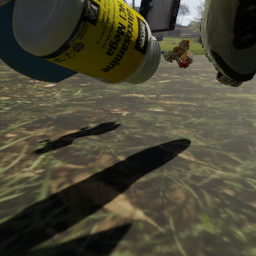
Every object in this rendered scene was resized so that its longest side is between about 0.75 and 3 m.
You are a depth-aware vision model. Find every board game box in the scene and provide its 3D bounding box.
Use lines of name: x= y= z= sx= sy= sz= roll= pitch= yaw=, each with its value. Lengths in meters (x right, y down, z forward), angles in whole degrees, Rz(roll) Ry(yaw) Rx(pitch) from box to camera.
board game box: x=-1.412 y=-2.169 z=6.016 sx=2.966 sy=0.577 sz=2.343 roll=-23 pitch=-30 yaw=14

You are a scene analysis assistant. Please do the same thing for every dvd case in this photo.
dvd case: x=1.016 y=-4.194 z=9.397 sx=0.316 sy=1.920 sz=2.555 roll=7 pitch=12 yaw=-25

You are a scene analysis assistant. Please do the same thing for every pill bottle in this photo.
pill bottle: x=-0.509 y=-1.624 z=4.980 sx=1.453 sy=1.453 sz=2.585 roll=14 pitch=2 yaw=37

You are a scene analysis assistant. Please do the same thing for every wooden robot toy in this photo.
wooden robot toy: x=2.242 y=-3.014 z=11.122 sx=2.131 sy=0.967 sz=0.939 roll=-12 pitch=57 yaw=-50

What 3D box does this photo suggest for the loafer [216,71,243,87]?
loafer: x=3.585 y=-2.679 z=9.044 sx=0.839 sy=2.669 sz=0.959 roll=6 pitch=14 yaw=-21

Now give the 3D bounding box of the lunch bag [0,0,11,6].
lunch bag: x=-2.444 y=-3.180 z=7.710 sx=1.848 sy=1.386 sz=2.180 roll=-22 pitch=39 yaw=-19

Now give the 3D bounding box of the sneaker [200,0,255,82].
sneaker: x=1.896 y=-2.127 z=4.802 sx=1.048 sy=2.837 sz=1.125 roll=-20 pitch=23 yaw=-13
